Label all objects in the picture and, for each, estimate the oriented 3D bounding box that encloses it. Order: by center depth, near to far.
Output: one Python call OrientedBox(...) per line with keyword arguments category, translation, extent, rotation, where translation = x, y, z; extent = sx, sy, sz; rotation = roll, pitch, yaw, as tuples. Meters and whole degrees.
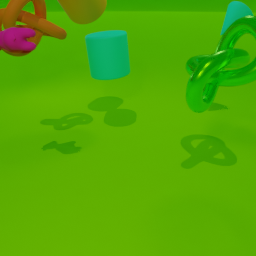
OrientedBox(category="cow figurine", translation=(-2.206, -1.581, 5.028), extent=(0.939, 0.524, 0.955), rotation=(-5, 13, -29))
OrientedBox(category="knot shape", translation=(1.787, -1.216, 5.429), extent=(0.885, 1.915, 1.792), rotation=(43, 17, -10))
OrientedBox(category="knot shape", translation=(-2.483, -2.371, 6.639), extent=(1.650, 0.815, 1.763), rotation=(-20, -17, 15))
OrientedBox(category="cylinder", translation=(-1.323, -3.655, 7.520), extent=(1.213, 1.213, 1.213), rotation=(8, -13, 16))
OrientedBox(category="cylinder", translation=(-0.535, -1.993, 7.622), extent=(1.110, 1.110, 1.110), rotation=(-5, 27, 2))
OrientedBox(category="cone", translation=(2.842, -2.862, 7.751), extent=(0.849, 0.845, 0.845), rotation=(-46, 37, -5))
